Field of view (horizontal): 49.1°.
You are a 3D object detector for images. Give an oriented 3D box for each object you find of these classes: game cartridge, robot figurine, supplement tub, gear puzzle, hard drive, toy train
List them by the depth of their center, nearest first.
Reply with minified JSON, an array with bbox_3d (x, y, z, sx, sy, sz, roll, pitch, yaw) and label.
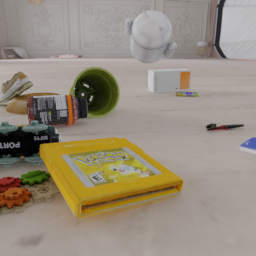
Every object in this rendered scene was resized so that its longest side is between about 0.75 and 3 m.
[{"bbox_3d":[-1.918,1.090,5.373,2.339,0.306,1.212,-12,21,-33],"label":"gear puzzle"},{"bbox_3d":[-0.455,0.782,5.725,2.146,0.395,2.434,-5,23,-30],"label":"game cartridge"},{"bbox_3d":[-2.865,0.320,6.794,2.478,1.056,1.412,-4,9,-11],"label":"toy train"},{"bbox_3d":[3.763,0.564,7.261,1.373,0.174,0.906,16,24,42],"label":"hard drive"},{"bbox_3d":[0.728,-2.939,9.182,1.864,1.241,2.198,27,-12,4],"label":"robot figurine"},{"bbox_3d":[-2.385,-0.605,9.558,1.943,1.039,1.039,-4,18,-16],"label":"supplement tub"}]

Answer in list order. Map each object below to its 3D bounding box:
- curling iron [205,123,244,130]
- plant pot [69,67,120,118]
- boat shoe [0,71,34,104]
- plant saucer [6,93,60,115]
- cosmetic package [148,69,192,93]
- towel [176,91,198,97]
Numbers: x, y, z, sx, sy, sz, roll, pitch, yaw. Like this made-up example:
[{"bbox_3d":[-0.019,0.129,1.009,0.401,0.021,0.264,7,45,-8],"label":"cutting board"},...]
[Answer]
[{"bbox_3d":[3.157,-0.035,9.094,1.378,0.176,0.342,-1,-20,-14],"label":"curling iron"},{"bbox_3d":[-1.566,-1.364,11.209,1.898,1.898,1.803,-9,7,-27],"label":"plant pot"},{"bbox_3d":[-5.030,-1.721,12.149,2.244,0.768,0.839,-24,15,29],"label":"boat shoe"},{"bbox_3d":[-3.870,-1.140,12.157,2.733,0.484,2.733,0,18,0],"label":"plant saucer"},{"bbox_3d":[2.384,-2.728,15.987,2.367,1.200,0.843,-6,19,-17],"label":"cosmetic package"},{"bbox_3d":[3.111,-1.801,14.828,1.189,0.135,0.854,4,17,12],"label":"towel"}]
